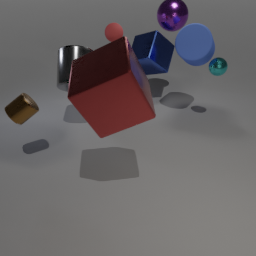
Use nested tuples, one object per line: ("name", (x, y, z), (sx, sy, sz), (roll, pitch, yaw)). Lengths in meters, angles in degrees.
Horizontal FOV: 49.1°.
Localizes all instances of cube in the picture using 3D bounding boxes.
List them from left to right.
("cube", (-0.344, -0.888, 6.276), (1.400, 1.400, 1.400), (-21, 43, 15))
("cube", (1.066, -3.407, 12.901), (1.400, 1.400, 1.400), (25, -13, -41))

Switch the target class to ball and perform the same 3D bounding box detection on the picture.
("ball", (-0.526, -3.577, 10.499), (0.700, 0.700, 0.700), (0, 29, 0))
("ball", (1.984, -5.030, 12.467), (1.400, 1.400, 1.400), (0, 29, 0))
("ball", (3.445, -2.342, 10.711), (0.700, 0.700, 0.700), (0, 29, 0))

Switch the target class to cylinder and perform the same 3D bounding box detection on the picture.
("cylinder", (-3.136, -0.565, 8.300), (0.700, 0.700, 0.700), (-38, 32, 4))
("cylinder", (-1.914, -2.148, 10.411), (1.400, 1.400, 1.400), (0, -7, 0))
("cylinder", (2.683, -3.254, 11.107), (1.400, 1.400, 1.400), (11, 8, 20))
